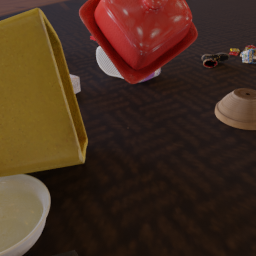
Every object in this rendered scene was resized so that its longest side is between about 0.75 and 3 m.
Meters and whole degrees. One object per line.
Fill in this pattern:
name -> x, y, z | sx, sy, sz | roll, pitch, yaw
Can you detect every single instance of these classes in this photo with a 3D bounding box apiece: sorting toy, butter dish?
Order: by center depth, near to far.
butter dish -> 0.513, -3.192, 7.769 | 2.880, 2.872, 2.129 | -37, 5, -9
sorting toy -> 6.185, -3.782, 13.796 | 2.348, 0.397, 1.132 | 19, 37, 27

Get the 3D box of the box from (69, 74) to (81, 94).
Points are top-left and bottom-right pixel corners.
box -> -2.347, -1.527, 10.068 | 0.900, 0.588, 0.895 | 20, 38, 28

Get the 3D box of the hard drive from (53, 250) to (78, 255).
hard drive -> -0.960, 2.568, 3.613 | 1.258, 0.395, 1.865 | -3, 31, -29

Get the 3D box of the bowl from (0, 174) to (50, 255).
bowl -> -2.216, 1.681, 4.815 | 1.840, 0.827, 1.840 | 0, 32, 0

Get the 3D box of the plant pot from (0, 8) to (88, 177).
plant pot -> -2.593, -0.454, 5.931 | 2.833, 2.751, 2.769 | -15, 7, -4

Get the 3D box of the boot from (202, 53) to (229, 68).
boot -> 3.934, -3.039, 12.576 | 1.213, 0.444, 0.913 | 4, 31, 13

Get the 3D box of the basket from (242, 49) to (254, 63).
basket -> 5.612, -3.251, 12.755 | 0.752, 0.663, 0.523 | 5, 29, 42

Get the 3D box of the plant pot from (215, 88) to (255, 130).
plant pot -> 3.607, -0.705, 8.618 | 1.688, 0.779, 1.688 | 1, 33, -1

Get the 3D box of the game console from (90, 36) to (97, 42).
game console -> -0.177, -3.603, 12.488 | 2.492, 0.387, 2.204 | 9, 17, -38

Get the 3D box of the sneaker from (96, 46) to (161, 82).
sneaker -> 0.046, -2.680, 11.648 | 1.653, 1.051, 2.899 | -23, 46, -41
